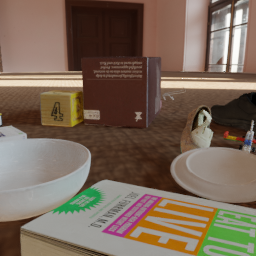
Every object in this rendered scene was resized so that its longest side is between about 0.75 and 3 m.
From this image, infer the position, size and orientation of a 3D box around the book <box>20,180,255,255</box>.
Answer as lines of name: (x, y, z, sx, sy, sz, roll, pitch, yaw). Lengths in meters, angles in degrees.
book: (0.428, 1.212, 3.044, 2.570, 0.618, 1.717, 5, 11, 26)

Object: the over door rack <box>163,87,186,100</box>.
over door rack: (2.479, -1.793, 14.931, 1.226, 0.408, 0.905, -20, 11, 8)

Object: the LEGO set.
LEGO set: (2.586, 0.394, 6.079, 1.842, 0.605, 2.465, -5, 18, -20)

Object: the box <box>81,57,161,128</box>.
box: (-0.085, -1.401, 9.908, 2.213, 2.191, 2.668, 4, 15, 14)

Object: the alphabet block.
alphabet block: (-2.179, -0.679, 9.353, 1.090, 1.071, 1.065, 3, 16, 12)

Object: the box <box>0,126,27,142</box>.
box: (-3.579, 0.284, 7.141, 1.610, 0.293, 1.162, -10, 17, -39)

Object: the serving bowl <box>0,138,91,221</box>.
serving bowl: (-1.629, 0.784, 4.244, 2.158, 0.710, 2.158, 0, 13, 0)

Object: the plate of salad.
plate of salad: (1.578, 0.777, 4.699, 1.718, 0.413, 1.718, -3, 23, 1)

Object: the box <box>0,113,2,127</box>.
box: (-5.044, -0.089, 8.221, 1.984, 0.490, 1.585, 2, 16, 5)

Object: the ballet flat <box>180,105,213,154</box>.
ballet flat: (1.511, 0.073, 5.983, 0.609, 0.601, 1.788, 33, 40, -13)

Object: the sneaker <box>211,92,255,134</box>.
sneaker: (3.612, -0.576, 8.767, 0.976, 1.166, 2.570, -8, 15, -25)
